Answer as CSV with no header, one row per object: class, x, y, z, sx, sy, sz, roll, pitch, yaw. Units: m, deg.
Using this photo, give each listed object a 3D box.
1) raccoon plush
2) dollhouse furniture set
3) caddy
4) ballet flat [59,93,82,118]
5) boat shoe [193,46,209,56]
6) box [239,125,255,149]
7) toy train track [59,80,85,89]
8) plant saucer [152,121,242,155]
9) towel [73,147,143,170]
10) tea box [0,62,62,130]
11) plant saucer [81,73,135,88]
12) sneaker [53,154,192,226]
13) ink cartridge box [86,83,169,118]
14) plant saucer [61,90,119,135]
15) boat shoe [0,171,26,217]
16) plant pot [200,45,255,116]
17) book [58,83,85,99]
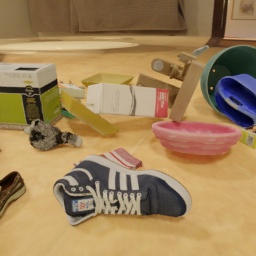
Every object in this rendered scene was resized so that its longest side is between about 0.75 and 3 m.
raccoon plush,-2.604,0.304,9.660,1.957,0.947,1.311,24,4,-15
dollhouse furniture set,1.333,-1.717,10.656,2.204,2.572,2.705,22,25,5
caddy,4.429,-1.068,10.963,1.231,1.657,2.345,-18,48,-26
ballet flat,-3.187,-1.068,12.151,2.606,0.981,0.884,7,-18,14
boat shoe,3.382,-3.562,12.966,0.776,0.286,0.259,-19,13,32
box,4.909,0.171,9.901,2.016,0.505,0.759,-12,26,-28
toy train track,-3.384,-2.599,16.598,2.052,0.334,1.177,17,29,33
plant saucer,2.107,0.274,8.833,2.732,0.692,2.732,2,9,0
towel,-0.589,1.050,8.248,1.723,0.196,1.241,-16,27,-32
tea box,-4.062,-1.230,10.828,2.371,2.332,1.584,4,24,10
plant saucer,-1.146,-2.632,16.354,2.417,0.585,2.416,10,24,21
sneaker,-0.272,1.528,6.054,2.992,1.048,1.623,13,27,32
ink cartridge box,-0.073,-1.009,10.649,2.656,1.126,1.935,0,4,-23
plant saucer,-1.524,-0.492,10.195,2.077,0.503,2.076,35,0,-28
boat shoe,-3.065,1.583,6.391,0.660,0.662,1.788,5,24,12
plant pot,4.427,-2.091,12.421,2.970,2.970,2.001,-4,14,-10
book,-3.818,-1.998,14.252,2.745,0.660,1.834,-1,19,-34
